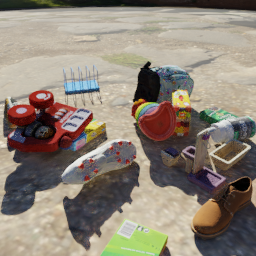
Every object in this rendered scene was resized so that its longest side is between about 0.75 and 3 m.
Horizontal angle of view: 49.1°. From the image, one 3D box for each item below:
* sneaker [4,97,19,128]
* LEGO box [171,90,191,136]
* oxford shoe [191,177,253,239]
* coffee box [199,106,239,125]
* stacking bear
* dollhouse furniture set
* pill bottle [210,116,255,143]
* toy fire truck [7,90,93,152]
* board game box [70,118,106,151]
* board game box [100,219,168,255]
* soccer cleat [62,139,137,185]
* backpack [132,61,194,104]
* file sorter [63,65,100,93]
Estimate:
[{"bbox_3d":[-4.612,-0.617,11.834,1.014,0.875,2.314,0,29,-34],"label":"sneaker"},{"bbox_3d":[2.079,-0.631,11.213,0.649,1.253,1.682,2,29,5],"label":"LEGO box"},{"bbox_3d":[2.435,1.932,7.214,2.338,0.833,0.834,-27,40,-35],"label":"oxford shoe"},{"bbox_3d":[3.910,-0.393,11.702,0.983,0.351,1.598,-18,35,-29],"label":"coffee box"},{"bbox_3d":[0.817,-0.478,10.981,1.414,1.324,2.328,-34,26,-6],"label":"stacking bear"},{"bbox_3d":[2.668,0.327,8.973,2.564,1.820,2.032,-24,38,-35],"label":"dollhouse furniture set"},{"bbox_3d":[3.881,0.082,10.376,1.512,0.855,0.855,-10,31,-16],"label":"pill bottle"},{"bbox_3d":[-2.761,-0.088,9.988,2.285,1.526,2.721,15,38,14],"label":"toy fire truck"},{"bbox_3d":[-1.942,0.119,10.800,1.391,0.367,1.818,19,35,29],"label":"board game box"},{"bbox_3d":[-0.120,2.993,5.840,1.152,0.362,2.412,14,30,24],"label":"board game box"},{"bbox_3d":[-0.829,1.013,8.734,1.062,0.949,2.739,-19,1,45],"label":"soccer cleat"},{"bbox_3d":[1.699,-1.890,12.926,2.610,2.178,1.652,-16,52,-31],"label":"backpack"},{"bbox_3d":[-2.524,-2.661,14.926,1.779,1.092,1.235,-9,30,-14],"label":"file sorter"}]
